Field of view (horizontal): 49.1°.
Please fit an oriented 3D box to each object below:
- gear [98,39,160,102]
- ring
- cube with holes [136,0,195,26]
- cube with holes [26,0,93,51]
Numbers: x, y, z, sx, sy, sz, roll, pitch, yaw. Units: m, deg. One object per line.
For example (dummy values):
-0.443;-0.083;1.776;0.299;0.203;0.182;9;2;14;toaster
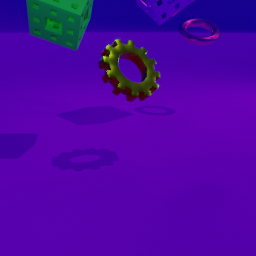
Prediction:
0.048;-1.129;5.478;1.258;1.258;0.233;-16;-11;-36;gear
2.184;-2.968;8.613;1.283;0.257;1.283;1;51;-1;ring
0.911;-4.042;7.796;1.328;1.328;1.328;-35;56;3;cube with holes
-1.369;-2.484;5.814;1.034;1.034;1.034;18;63;-6;cube with holes
